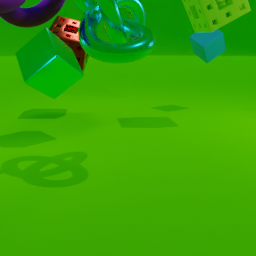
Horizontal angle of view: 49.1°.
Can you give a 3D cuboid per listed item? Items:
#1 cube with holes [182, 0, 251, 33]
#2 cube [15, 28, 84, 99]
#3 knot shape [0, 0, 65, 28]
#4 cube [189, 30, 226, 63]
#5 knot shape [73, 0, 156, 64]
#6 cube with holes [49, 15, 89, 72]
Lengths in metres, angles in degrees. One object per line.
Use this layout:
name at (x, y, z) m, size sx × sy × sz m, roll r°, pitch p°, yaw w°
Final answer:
cube with holes at (2.440, -3.591, 7.987) m, size 1.227 × 1.227 × 1.227 m, roll -29°, pitch 20°, yaw 2°
cube at (-1.940, -1.570, 6.969) m, size 1.053 × 1.053 × 1.053 m, roll -34°, pitch -29°, yaw 14°
knot shape at (-1.713, -2.329, 3.729) m, size 0.857 × 1.736 × 1.855 m, roll 1°, pitch 13°, yaw 37°
cube at (3.030, -3.212, 10.664) m, size 0.891 × 0.891 × 0.891 m, roll -36°, pitch 51°, yaw 1°
knot shape at (-0.337, -1.917, 4.737) m, size 0.879 × 1.780 × 1.902 m, roll -35°, pitch 17°, yaw 28°
cube with holes at (-2.027, -2.857, 9.756) m, size 1.299 × 1.299 × 1.299 m, roll 13°, pitch 47°, yaw -5°
